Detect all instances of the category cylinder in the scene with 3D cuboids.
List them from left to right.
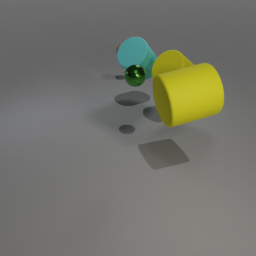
[{"bbox_3d":[0.439,-2.952,12.079,1.400,1.400,1.400,18,-6,28],"label":"cylinder"},{"bbox_3d":[1.855,-2.058,10.770,1.400,1.400,1.400,31,6,41],"label":"cylinder"},{"bbox_3d":[1.530,-0.861,7.346,1.400,1.400,1.400,-16,33,-9],"label":"cylinder"}]

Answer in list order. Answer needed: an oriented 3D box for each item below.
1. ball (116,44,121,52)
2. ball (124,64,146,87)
[{"bbox_3d":[-0.280,-4.202,15.166,0.700,0.700,0.700,0,30,0],"label":"ball"},{"bbox_3d":[0.229,-1.661,8.902,0.700,0.700,0.700,0,30,0],"label":"ball"}]
